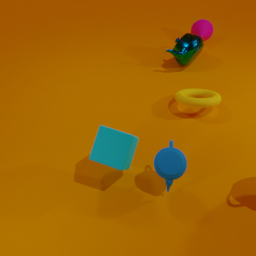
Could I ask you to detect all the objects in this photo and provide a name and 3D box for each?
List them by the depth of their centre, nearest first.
[{"bbox_3d":[0.960,0.862,6.409,0.745,0.586,1.198,4,78,6],"label":"teapot"},{"bbox_3d":[-0.301,0.471,6.550,0.816,0.816,0.816,17,87,13],"label":"cube"},{"bbox_3d":[2.221,-0.968,8.921,1.435,0.287,1.435,0,22,0],"label":"ring"},{"bbox_3d":[2.179,-3.041,10.673,1.000,1.270,2.042,44,49,11],"label":"teapot"},{"bbox_3d":[3.116,-3.991,11.865,0.960,0.960,0.964,10,36,11],"label":"cone"}]
